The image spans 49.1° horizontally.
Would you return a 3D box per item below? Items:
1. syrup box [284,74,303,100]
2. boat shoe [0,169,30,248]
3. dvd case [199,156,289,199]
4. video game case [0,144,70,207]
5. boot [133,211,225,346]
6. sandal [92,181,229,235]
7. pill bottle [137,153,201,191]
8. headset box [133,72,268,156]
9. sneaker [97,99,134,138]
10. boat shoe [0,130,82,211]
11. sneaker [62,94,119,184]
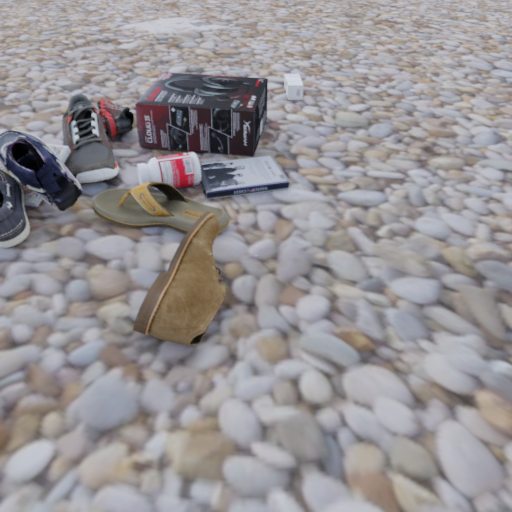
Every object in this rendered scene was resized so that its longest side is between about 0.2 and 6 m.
[{"bbox_3d":[1.026,-4.649,15.371,0.423,0.409,1.040,-1,35,-2],"label":"syrup box"},{"bbox_3d":[-4.603,-1.088,9.842,0.855,0.738,2.354,-30,48,-13],"label":"boat shoe"},{"bbox_3d":[-0.299,-1.604,11.257,1.659,0.205,1.247,-8,36,-11],"label":"dvd case"},{"bbox_3d":[-4.643,-1.657,10.905,1.610,0.184,1.466,9,58,13],"label":"video game case"},{"bbox_3d":[-0.858,0.314,8.181,0.957,0.934,2.536,22,42,-1],"label":"boot"},{"bbox_3d":[-1.676,-0.929,9.885,2.493,0.673,1.001,11,38,14],"label":"sandal"},{"bbox_3d":[-1.700,-1.625,10.905,1.149,0.645,0.645,-11,37,-16],"label":"pill bottle"},{"bbox_3d":[-1.299,-3.323,12.890,2.909,1.123,2.165,7,36,7],"label":"headset box"},{"bbox_3d":[-3.352,-3.325,13.376,0.783,0.566,1.602,-13,39,-18],"label":"sneaker"},{"bbox_3d":[-4.174,-1.862,10.119,2.467,1.144,0.921,35,75,27],"label":"boat shoe"},{"bbox_3d":[-3.640,-2.521,11.661,1.144,1.215,2.968,-13,38,-18],"label":"sneaker"}]
